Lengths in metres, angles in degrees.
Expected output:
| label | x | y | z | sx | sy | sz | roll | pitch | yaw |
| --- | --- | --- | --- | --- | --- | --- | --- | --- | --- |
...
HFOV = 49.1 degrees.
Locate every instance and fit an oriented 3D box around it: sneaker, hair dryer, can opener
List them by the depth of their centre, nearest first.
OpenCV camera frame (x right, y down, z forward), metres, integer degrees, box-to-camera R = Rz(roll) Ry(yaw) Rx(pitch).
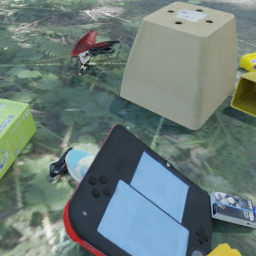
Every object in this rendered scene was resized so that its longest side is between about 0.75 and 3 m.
| label | x | y | z | sx | sy | sz | roll | pitch | yaw |
| --- | --- | --- | --- | --- | --- | --- | --- | --- | --- |
| sneaker | -0.678 | 0.773 | 6.365 | 2.197 | 1.434 | 0.874 | 29 | 50 | 30 |
| can opener | -1.652 | 0.872 | 7.119 | 0.409 | 0.330 | 1.041 | 12 | 33 | 13 |
| hair dryer | -1.273 | -2.997 | 10.831 | 2.008 | 0.716 | 2.637 | -25 | 47 | 3 |

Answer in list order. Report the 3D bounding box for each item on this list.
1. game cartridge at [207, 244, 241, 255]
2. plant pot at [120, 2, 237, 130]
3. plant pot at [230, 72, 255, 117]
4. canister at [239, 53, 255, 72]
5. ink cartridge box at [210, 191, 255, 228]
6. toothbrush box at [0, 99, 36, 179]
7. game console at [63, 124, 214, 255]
| label | x | y | z | sx | sy | sz | roll | pitch | yaw |
| --- | --- | --- | --- | --- | --- | --- | --- | --- | --- |
| game cartridge | 1.367 | 3.015 | 4.156 | 1.996 | 0.324 | 1.760 | -24 | 73 | -29 |
| plant pot | 1.737 | -2.225 | 8.849 | 2.973 | 2.635 | 2.976 | 28 | 49 | 27 |
| plant pot | 4.120 | -1.149 | 8.843 | 1.123 | 1.115 | 1.149 | 30 | 44 | 29 |
| canister | 4.945 | -2.320 | 10.560 | 0.871 | 0.508 | 1.173 | -15 | 45 | -17 |
| ink cartridge box | 2.338 | 1.750 | 5.971 | 1.130 | 0.221 | 0.562 | 15 | 44 | -6 |
| toothbrush box | -3.788 | 0.328 | 7.148 | 1.770 | 1.047 | 2.431 | 9 | 42 | 9 |
| game console | 0.442 | 1.509 | 5.197 | 2.874 | 0.446 | 2.542 | 39 | 45 | -10 |
